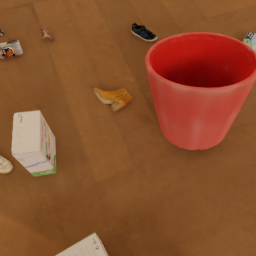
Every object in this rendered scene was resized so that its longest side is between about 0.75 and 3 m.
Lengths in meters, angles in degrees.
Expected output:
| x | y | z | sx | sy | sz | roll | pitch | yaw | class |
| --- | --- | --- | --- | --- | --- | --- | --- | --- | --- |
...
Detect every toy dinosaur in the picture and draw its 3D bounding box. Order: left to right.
| x | y | z | sx | sy | sz | roll | pitch | yaw | class |
| --- | --- | --- | --- | --- | --- | --- | --- | --- | --- |
| -3.211 | -3.815 | 11.361 | 0.580 | 0.367 | 0.856 | -3 | 50 | -9 | toy dinosaur |

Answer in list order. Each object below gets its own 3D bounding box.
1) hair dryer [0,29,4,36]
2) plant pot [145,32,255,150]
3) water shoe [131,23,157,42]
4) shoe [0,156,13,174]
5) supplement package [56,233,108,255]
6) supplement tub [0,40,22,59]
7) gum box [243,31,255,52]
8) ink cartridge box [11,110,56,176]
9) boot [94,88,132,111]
| x | y | z | sx | sy | sz | roll | pitch | yaw | class |
| --- | --- | --- | --- | --- | --- | --- | --- | --- | --- |
| -5.853 | -3.600 | 11.187 | 1.562 | 0.424 | 1.190 | 3 | 63 | 3 | hair dryer |
| 1.995 | -0.939 | 8.155 | 2.923 | 2.586 | 2.923 | -3 | 44 | 3 | plant pot |
| 0.641 | -3.870 | 11.310 | 1.153 | 0.455 | 0.412 | 24 | 64 | 12 | water shoe |
| -4.219 | 1.014 | 8.714 | 1.379 | 0.368 | 0.482 | 22 | 64 | 11 | shoe |
| -1.462 | 3.747 | 6.703 | 2.285 | 1.299 | 1.251 | -27 | 63 | -13 | supplement package |
| -4.614 | -3.009 | 10.777 | 0.945 | 0.579 | 0.579 | -18 | 63 | -9 | supplement tub |
| 5.161 | -2.881 | 10.816 | 1.687 | 0.376 | 1.433 | 29 | 65 | 15 | gum box |
| -2.681 | 0.490 | 8.189 | 0.749 | 1.784 | 1.292 | -8 | 62 | -3 | ink cartridge box |
| -0.522 | -1.184 | 9.923 | 1.226 | 0.431 | 0.877 | 42 | 64 | 16 | boot |
